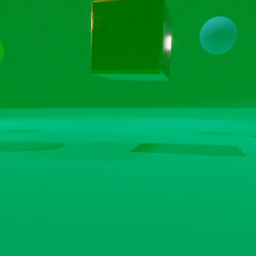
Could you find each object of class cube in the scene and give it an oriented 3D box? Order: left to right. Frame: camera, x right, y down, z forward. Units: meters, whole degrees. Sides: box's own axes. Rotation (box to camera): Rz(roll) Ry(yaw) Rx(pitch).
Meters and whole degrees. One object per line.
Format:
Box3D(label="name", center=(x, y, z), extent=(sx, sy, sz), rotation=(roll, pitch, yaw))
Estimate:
Box3D(label="cube", center=(0.086, -1.224, 4.090), extent=(0.971, 0.971, 0.971), rotation=(3, 4, 14))

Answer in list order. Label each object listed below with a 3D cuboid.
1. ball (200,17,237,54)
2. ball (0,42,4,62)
Box3D(label="ball", center=(1.814, -1.857, 5.640), extent=(0.719, 0.719, 0.719), rotation=(0, 4, 0))
Box3D(label="ball", center=(-3.583, -1.931, 6.981), extent=(0.879, 0.879, 0.879), rotation=(0, 4, 0))
